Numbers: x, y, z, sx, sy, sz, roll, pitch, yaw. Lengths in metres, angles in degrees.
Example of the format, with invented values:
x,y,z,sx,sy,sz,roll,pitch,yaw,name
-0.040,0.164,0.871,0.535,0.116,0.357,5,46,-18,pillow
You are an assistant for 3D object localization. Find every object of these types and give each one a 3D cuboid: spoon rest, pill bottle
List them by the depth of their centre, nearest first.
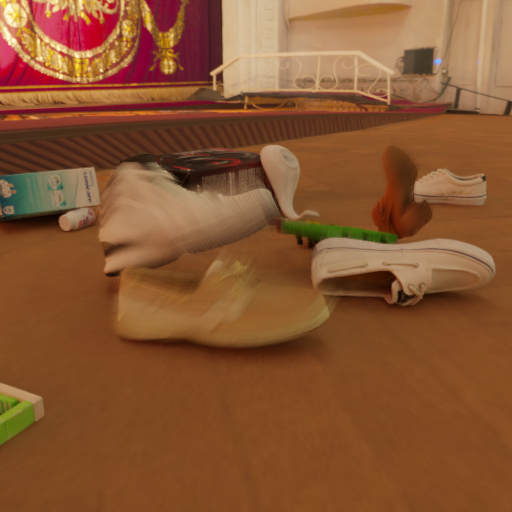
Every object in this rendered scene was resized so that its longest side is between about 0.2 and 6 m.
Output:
x,y,z,sx,sy,sz,roll,pitch,yaw,name
-4.065,-0.823,12.708,0.423,0.423,0.747,10,21,27,pill bottle
0.747,-1.717,13.413,1.156,0.705,2.326,7,52,-39,spoon rest

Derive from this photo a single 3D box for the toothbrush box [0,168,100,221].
x,y,z,sx,sy,sz,roll,pitch,yaw,name
-5.005,-1.441,13.168,2.205,0.940,1.614,-13,6,-32,toothbrush box

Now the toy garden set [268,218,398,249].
x,y,z,sx,sy,sz,roll,pitch,yaw,name
1.222,-0.361,10.541,1.933,0.463,2.319,15,9,42,toy garden set

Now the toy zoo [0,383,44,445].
x,y,z,sx,sy,sz,roll,pitch,yaw,name
-3.475,1.805,5.136,1.619,0.253,2.468,9,21,24,toy zoo

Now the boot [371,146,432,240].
x,y,z,sx,sy,sz,roll,pitch,yaw,name
2.721,-1.180,11.156,0.667,1.741,1.351,-25,-7,-23,boot

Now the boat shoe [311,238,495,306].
x,y,z,sx,sy,sz,roll,pitch,yaw,name
2.245,0.349,8.693,2.814,0.998,0.982,5,47,7,boat shoe

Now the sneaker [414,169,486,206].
x,y,z,sx,sy,sz,roll,pitch,yaw,name
4.908,-1.921,15.212,2.558,0.906,0.934,3,19,10,sneaker

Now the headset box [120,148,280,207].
x,y,z,sx,sy,sz,roll,pitch,yaw,name
-1.151,-1.870,14.307,2.718,1.372,3.657,17,25,41,headset box

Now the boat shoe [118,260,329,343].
x,y,z,sx,sy,sz,roll,pitch,yaw,name
-0.494,0.541,7.366,2.863,0.950,1.060,-2,12,8,boat shoe

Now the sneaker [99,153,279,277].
x,y,z,sx,sy,sz,roll,pitch,yaw,name
-1.282,-0.907,8.710,3.176,1.827,1.198,-17,-6,24,sneaker
